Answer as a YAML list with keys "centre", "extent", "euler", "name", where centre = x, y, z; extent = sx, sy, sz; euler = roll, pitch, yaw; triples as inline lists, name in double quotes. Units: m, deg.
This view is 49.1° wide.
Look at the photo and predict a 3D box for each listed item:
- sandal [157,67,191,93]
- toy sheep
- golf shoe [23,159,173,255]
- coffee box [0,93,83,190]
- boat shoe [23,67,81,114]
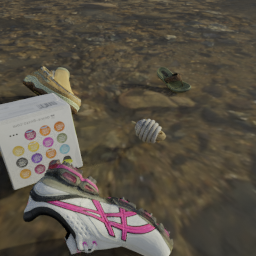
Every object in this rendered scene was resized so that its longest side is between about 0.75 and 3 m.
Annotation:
- centre: [1.374, -1.530, 8.678]
  extent: [0.535, 0.384, 1.346]
  euler: [-33, 59, -22]
  name: "sandal"
- centre: [0.440, 0.054, 6.225]
  extent: [0.837, 0.577, 0.577]
  euler: [22, 40, 12]
  name: "toy sheep"
- centre: [-0.407, 1.418, 4.051]
  extent: [2.198, 0.798, 1.012]
  euler: [30, 60, -2]
  name: "golf shoe"
- centre: [-1.777, 0.171, 5.416]
  extent: [1.300, 1.287, 1.302]
  euler: [-17, 22, -22]
  name: "coffee box"
- centre: [-1.928, -1.181, 7.404]
  extent: [2.591, 0.929, 0.987]
  euler: [30, 77, 42]
  name: "boat shoe"
